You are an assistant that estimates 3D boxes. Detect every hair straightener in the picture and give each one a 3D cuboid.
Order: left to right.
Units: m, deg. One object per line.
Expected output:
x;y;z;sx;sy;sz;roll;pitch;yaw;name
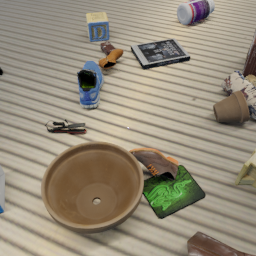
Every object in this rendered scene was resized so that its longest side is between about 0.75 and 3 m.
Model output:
-2.396;-0.124;10.615;1.625;0.625;0.333;2;28;6;hair straightener

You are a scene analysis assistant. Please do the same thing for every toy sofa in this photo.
4.817;1.802;8.415;1.339;1.137;2.745;-34;55;-27;toy sofa

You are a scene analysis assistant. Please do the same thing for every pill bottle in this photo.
4.085;-7.040;16.741;2.187;1.230;1.230;-24;51;-21;pill bottle

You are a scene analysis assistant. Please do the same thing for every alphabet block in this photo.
-1.666;-5.581;15.441;1.140;1.134;1.161;-7;48;-9;alphabet block

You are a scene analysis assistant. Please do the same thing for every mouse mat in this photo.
1.400;1.977;8.980;1.778;0.067;1.431;-21;49;-17;mouse mat

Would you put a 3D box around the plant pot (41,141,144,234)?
-0.984;1.856;8.238;2.846;1.314;2.846;1;47;-1;plant pot

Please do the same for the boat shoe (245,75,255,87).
5.706;-1.848;12.262;0.634;0.571;1.758;-3;47;-3;boat shoe

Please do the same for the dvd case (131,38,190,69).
1.634;-3.847;14.344;2.542;0.314;1.910;-14;48;-12;dvd case

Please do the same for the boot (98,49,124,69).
-0.731;-3.299;13.391;1.418;0.544;1.101;-23;29;-7;boot

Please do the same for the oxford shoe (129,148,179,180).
0.849;1.143;8.879;1.865;0.665;0.680;21;57;-22;oxford shoe

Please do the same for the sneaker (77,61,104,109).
-1.600;-2.143;12.087;1.087;1.233;2.767;-3;46;-3;sneaker

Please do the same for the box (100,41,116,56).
-1.006;-4.080;14.530;0.506;0.378;1.010;-22;52;-20;box

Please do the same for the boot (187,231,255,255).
2.359;3.727;6.870;2.189;0.703;2.040;20;37;14;boot

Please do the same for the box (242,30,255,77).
6.637;-3.308;12.821;2.141;1.758;1.776;18;49;16;box

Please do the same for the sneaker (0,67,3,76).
-6.411;-2.575;13.049;0.595;0.424;1.199;31;50;33;sneaker

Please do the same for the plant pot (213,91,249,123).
3.944;-0.721;10.894;1.101;1.263;1.263;-15;46;10;plant pot

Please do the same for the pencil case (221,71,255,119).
4.980;-1.328;11.503;1.100;0.957;2.459;-26;50;-4;pencil case

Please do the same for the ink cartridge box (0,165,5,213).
-5.170;2.008;8.400;2.598;0.866;1.505;-12;48;-11;ink cartridge box
